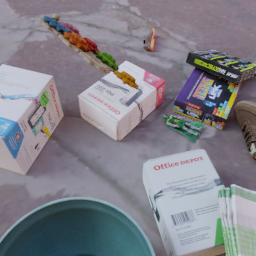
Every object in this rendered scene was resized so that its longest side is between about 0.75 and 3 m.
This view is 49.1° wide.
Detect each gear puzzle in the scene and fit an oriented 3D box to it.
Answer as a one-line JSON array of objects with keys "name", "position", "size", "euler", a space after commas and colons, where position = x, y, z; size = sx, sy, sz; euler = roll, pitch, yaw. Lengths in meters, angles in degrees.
[{"name": "gear puzzle", "position": [-0.853, -1.968, 7.213], "size": [2.938, 0.385, 1.522], "euler": [40, 18, 8]}]

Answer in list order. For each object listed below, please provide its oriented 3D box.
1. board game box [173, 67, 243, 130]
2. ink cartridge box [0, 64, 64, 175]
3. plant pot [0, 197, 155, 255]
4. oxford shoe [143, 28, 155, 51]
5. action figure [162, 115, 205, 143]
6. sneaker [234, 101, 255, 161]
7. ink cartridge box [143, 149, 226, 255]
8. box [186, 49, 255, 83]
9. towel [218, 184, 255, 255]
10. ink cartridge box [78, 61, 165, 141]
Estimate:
[{"name": "board game box", "position": [2.688, -1.095, 9.346], "size": [1.709, 0.586, 2.067], "euler": [23, 53, 17]}, {"name": "ink cartridge box", "position": [-3.235, -0.293, 7.906], "size": [1.724, 1.732, 2.361], "euler": [14, 52, 12]}, {"name": "plant pot", "position": [-0.922, 2.969, 5.059], "size": [2.835, 1.900, 2.835], "euler": [0, 50, 0]}, {"name": "oxford shoe", "position": [0.882, -3.730, 11.662], "size": [0.480, 0.469, 1.316], "euler": [2, 50, 8]}, {"name": "action figure", "position": [1.632, -0.110, 8.698], "size": [1.285, 0.351, 0.759], "euler": [24, 57, 24]}, {"name": "sneaker", "position": [3.799, 0.313, 7.906], "size": [1.057, 0.986, 2.798], "euler": [-24, 53, -15]}, {"name": "ink cartridge box", "position": [1.453, 1.793, 6.644], "size": [1.693, 0.959, 2.309], "euler": [-10, 51, -10]}, {"name": "box", "position": [3.361, -2.234, 9.829], "size": [1.953, 0.481, 2.023], "euler": [33, 34, 28]}, {"name": "towel", "position": [2.843, 2.649, 5.374], "size": [2.189, 0.450, 2.934], "euler": [15, 55, -20]}, {"name": "ink cartridge box", "position": [-0.178, -0.935, 8.948], "size": [1.705, 0.993, 2.341], "euler": [32, 59, 25]}]
